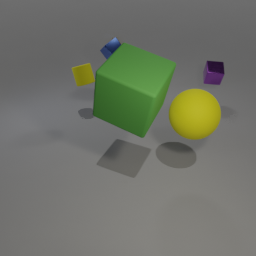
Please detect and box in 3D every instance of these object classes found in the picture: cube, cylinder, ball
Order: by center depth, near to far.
[{"bbox_3d":[0.127,-0.906,6.674,1.400,1.400,1.400,24,50,10],"label":"cube"},{"bbox_3d":[1.828,-0.375,7.727,1.400,1.400,1.400,0,31,0],"label":"ball"},{"bbox_3d":[-1.636,-1.956,10.300,0.700,0.700,0.700,-14,15,4],"label":"cylinder"},{"bbox_3d":[3.591,-2.312,11.770,0.700,0.700,0.700,6,58,3],"label":"cube"},{"bbox_3d":[-0.698,-3.495,12.589,0.700,0.700,0.700,-43,13,-20],"label":"cube"}]
